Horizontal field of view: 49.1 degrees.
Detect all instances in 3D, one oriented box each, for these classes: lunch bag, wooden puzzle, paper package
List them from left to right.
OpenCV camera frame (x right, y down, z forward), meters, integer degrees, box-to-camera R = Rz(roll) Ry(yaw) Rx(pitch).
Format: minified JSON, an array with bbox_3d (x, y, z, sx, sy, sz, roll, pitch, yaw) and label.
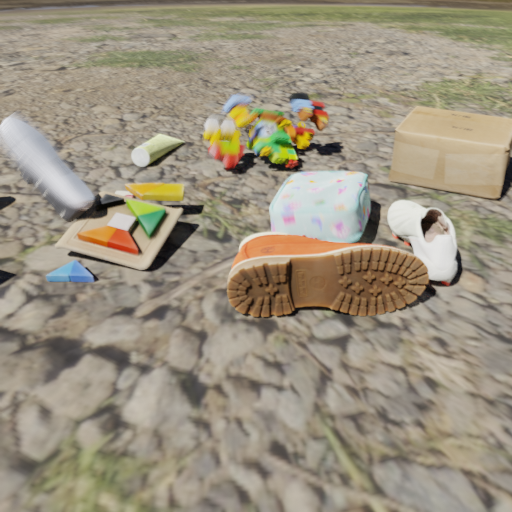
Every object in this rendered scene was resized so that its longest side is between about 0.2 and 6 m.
[{"bbox_3d":[-2.529,-0.590,10.528,2.054,0.356,3.044,7,43,5],"label":"wooden puzzle"},{"bbox_3d":[1.244,-0.963,11.016,1.859,0.894,2.318,-2,25,18],"label":"lunch bag"},{"bbox_3d":[4.736,-2.541,13.431,2.546,1.317,2.427,14,33,23],"label":"paper package"}]

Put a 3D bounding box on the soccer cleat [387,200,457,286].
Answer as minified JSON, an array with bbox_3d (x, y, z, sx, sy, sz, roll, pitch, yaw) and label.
[{"bbox_3d":[3.088,-0.526,10.241,0.955,1.069,2.756,0,30,-1],"label":"soccer cleat"}]

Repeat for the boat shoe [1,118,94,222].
[{"bbox_3d":[-4.035,-1.573,10.527,2.279,0.755,0.797,45,20,-1],"label":"boat shoe"}]

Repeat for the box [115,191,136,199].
[{"bbox_3d":[-2.764,-0.964,11.546,0.417,0.489,0.765,4,31,2],"label":"box"}]

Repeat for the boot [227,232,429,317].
[{"bbox_3d":[1.132,0.117,9.159,3.129,1.174,1.678,0,25,1],"label":"boot"}]

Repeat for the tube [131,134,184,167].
[{"bbox_3d":[-2.626,-2.883,14.907,0.518,0.578,1.994,-29,15,28],"label":"tube"}]

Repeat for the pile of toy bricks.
[{"bbox_3d":[0.516,-2.891,13.923,3.248,1.802,1.604,-5,68,-36],"label":"pile of toy bricks"}]
